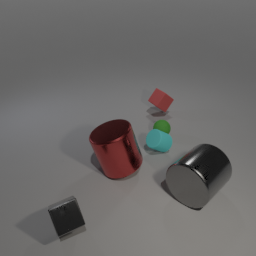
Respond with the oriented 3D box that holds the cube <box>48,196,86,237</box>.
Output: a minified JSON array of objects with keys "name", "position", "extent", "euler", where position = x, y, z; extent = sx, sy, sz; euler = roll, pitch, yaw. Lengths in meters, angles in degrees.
[{"name":"cube","position":[-1.539,2.173,6.977],"extent":[0.700,0.700,0.700],"euler":[-21,-2,-17]}]

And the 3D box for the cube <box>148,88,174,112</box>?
[{"name":"cube","position":[1.482,-1.257,12.635],"extent":[0.700,0.700,0.700],"euler":[28,8,-42]}]

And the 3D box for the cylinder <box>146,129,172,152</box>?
[{"name":"cylinder","position":[1.125,0.460,10.108],"extent":[0.700,0.700,0.700],"euler":[21,10,-43]}]

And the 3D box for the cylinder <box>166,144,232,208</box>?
[{"name":"cylinder","position":[2.054,1.353,8.120],"extent":[1.400,1.400,1.400],"euler":[25,38,36]}]

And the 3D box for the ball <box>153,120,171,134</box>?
[{"name":"ball","position":[1.349,0.015,11.174],"extent":[0.700,0.700,0.700],"euler":[0,30,0]}]

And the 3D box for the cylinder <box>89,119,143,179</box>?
[{"name":"cylinder","position":[-0.370,0.654,9.028],"extent":[1.400,1.400,1.400],"euler":[-15,29,9]}]
